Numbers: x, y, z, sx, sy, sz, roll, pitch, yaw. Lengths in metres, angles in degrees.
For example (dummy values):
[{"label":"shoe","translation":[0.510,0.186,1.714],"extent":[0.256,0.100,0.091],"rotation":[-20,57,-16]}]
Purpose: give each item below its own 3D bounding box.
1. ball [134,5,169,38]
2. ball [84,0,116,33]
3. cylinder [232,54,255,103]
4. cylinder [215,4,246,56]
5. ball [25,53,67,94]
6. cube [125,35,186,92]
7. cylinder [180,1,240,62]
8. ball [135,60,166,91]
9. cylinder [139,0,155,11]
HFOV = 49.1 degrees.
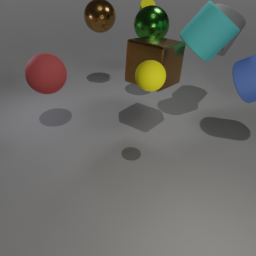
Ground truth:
[{"label":"ball","translation":[0.933,-4.097,11.076],"extent":[1.400,1.400,1.400],"rotation":[0,32,0]},{"label":"ball","translation":[-1.240,-4.938,12.355],"extent":[1.400,1.400,1.400],"rotation":[0,32,0]},{"label":"cylinder","translation":[4.185,-1.613,8.601],"extent":[1.400,1.400,1.400],"rotation":[-16,16,43]},{"label":"cylinder","translation":[3.470,-3.712,10.677],"extent":[1.400,1.400,1.400],"rotation":[32,11,-7]},{"label":"ball","translation":[-2.834,-1.872,9.715],"extent":[1.400,1.400,1.400],"rotation":[0,32,0]},{"label":"cube","translation":[0.882,-2.187,9.302],"extent":[1.400,1.400,1.400],"rotation":[23,33,31]},{"label":"cylinder","translation":[2.712,-3.216,9.399],"extent":[1.400,1.400,1.400],"rotation":[32,31,-22]},{"label":"ball","translation":[0.510,-1.188,6.381],"extent":[0.700,0.700,0.700],"rotation":[0,32,0]},{"label":"cylinder","translation":[0.913,-5.695,13.449],"extent":[0.700,0.700,0.700],"rotation":[1,72,-3]}]
